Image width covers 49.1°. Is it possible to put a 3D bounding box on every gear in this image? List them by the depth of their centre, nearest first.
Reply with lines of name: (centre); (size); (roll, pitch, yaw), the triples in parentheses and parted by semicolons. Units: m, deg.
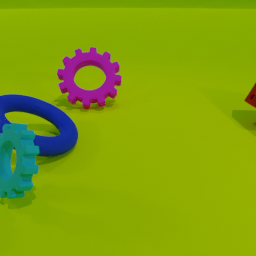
gear: (-1.801, 0.507, 4.399); (1.157, 1.157, 0.214); (24, 11, 41)
gear: (-1.135, -1.503, 8.339); (1.857, 1.857, 0.343); (-2, -17, -4)

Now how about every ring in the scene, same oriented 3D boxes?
ring: (-2.013, -0.099, 5.988); (1.991, 0.398, 1.991); (25, 23, -11)

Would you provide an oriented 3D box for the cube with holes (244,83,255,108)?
cube with holes: (3.921, -0.773, 6.773); (1.226, 1.226, 1.226); (21, 19, -16)
